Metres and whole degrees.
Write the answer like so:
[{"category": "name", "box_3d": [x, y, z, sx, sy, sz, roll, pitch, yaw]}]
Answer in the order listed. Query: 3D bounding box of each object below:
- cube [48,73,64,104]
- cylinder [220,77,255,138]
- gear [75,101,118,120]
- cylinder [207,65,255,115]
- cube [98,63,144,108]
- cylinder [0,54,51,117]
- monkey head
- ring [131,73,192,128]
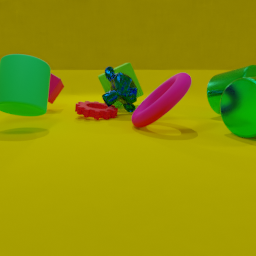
[{"category": "cube", "box_3d": [-3.027, -1.554, 10.432, 0.868, 0.868, 0.868, 31, -10, 2]}, {"category": "cylinder", "box_3d": [3.186, -0.526, 6.693, 1.375, 1.375, 1.375, -8, 15, -30]}, {"category": "gear", "box_3d": [-1.018, -0.594, 9.098, 1.350, 0.250, 1.350, 8, 17, -2]}, {"category": "cylinder", "box_3d": [3.451, -1.147, 8.799, 1.379, 1.379, 1.379, -8, 1, -32]}, {"category": "cube", "box_3d": [-0.318, -1.716, 11.167, 1.337, 1.337, 1.337, -25, 14, -1]}, {"category": "cylinder", "box_3d": [-2.690, -1.053, 7.219, 1.254, 1.254, 1.254, 1, -13, 0]}, {"category": "monkey head", "box_3d": [-0.319, -1.193, 9.310, 1.284, 1.784, 1.075, -33, 12, -11]}, {"category": "ring", "box_3d": [0.873, -0.751, 7.538, 1.972, 0.394, 1.972, -41, 10, 9]}]
